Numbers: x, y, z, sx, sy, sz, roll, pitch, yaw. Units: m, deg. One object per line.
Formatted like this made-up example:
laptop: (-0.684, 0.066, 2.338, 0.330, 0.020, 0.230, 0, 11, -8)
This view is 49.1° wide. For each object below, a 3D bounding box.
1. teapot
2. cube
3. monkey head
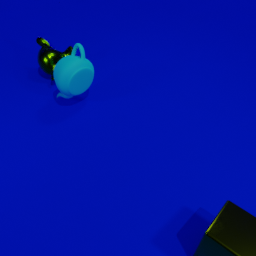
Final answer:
teapot: (-1.631, -1.501, 8.046, 0.939, 1.917, 1.192, 41, 33, 24)
cube: (1.830, 2.040, 4.882, 0.915, 0.915, 0.915, 31, 46, 27)
monkey head: (-2.419, -2.351, 9.352, 0.978, 1.168, 1.623, -2, 66, -61)
